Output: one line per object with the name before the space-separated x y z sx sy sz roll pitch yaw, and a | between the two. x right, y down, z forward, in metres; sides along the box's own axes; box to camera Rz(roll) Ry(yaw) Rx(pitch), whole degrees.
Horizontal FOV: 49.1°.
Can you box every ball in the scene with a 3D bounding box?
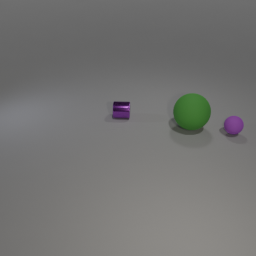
ball | 3.965 -0.111 10.503 0.700 0.700 0.700 0 30 0
ball | 2.428 -0.619 10.653 1.400 1.400 1.400 0 30 0

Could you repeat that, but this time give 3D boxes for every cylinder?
cylinder | -0.265 -0.767 11.797 0.700 0.700 0.700 2 30 2
